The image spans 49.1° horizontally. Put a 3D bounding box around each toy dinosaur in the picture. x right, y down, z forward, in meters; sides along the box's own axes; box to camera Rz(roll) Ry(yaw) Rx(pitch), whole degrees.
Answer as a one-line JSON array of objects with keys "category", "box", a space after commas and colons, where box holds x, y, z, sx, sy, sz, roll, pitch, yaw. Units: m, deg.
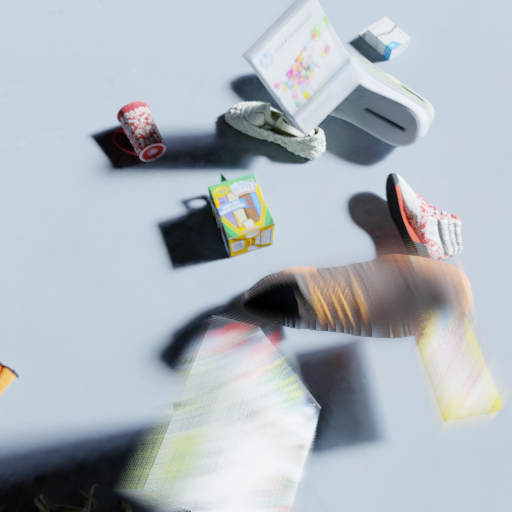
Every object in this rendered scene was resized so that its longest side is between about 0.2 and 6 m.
[{"category": "toy dinosaur", "box": [-2.316, 4.136, 8.225, 2.136, 0.622, 1.080, 39, 87, 23]}]

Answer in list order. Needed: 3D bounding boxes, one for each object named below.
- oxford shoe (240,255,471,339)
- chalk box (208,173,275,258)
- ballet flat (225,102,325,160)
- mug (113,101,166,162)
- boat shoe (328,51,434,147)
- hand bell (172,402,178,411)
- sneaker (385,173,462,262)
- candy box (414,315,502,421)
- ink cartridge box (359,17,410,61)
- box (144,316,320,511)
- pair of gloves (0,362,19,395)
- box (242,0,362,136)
[{"category": "oxford shoe", "box": [1.316, 0.701, 8.247, 3.482, 1.269, 1.242, -8, 90, 40]}, {"category": "chalk box", "box": [-0.318, -0.854, 10.154, 0.884, 0.890, 1.426, -18, 68, -8]}, {"category": "ballet flat", "box": [0.406, -2.639, 11.048, 2.180, 0.782, 0.782, 25, 68, 11]}, {"category": "mug", "box": [-2.282, -2.364, 11.063, 0.686, 0.913, 1.028, -11, 66, -45]}, {"category": "boat shoe", "box": [1.970, -3.335, 11.235, 3.426, 1.233, 1.063, 38, 41, 11]}, {"category": "hand bell", "box": [-0.816, 2.198, 7.074, 0.511, 0.982, 0.511, -17, 28, 10]}, {"category": "sneaker", "box": [3.090, -0.746, 10.268, 0.991, 0.618, 1.850, -13, 70, -7]}, {"category": "candy box", "box": [2.880, 1.463, 8.267, 0.913, 0.236, 1.786, -6, 63, -15]}, {"category": "ink cartridge box", "box": [2.782, -4.788, 12.200, 0.572, 0.335, 0.987, -36, 71, -15]}, {"category": "box", "box": [-0.038, 2.347, 7.160, 0.610, 3.514, 1.934, 11, 65, 24]}, {"category": "pair of gloves", "box": [-5.468, 2.321, 9.065, 2.741, 0.339, 2.442, 30, 71, 15]}, {"category": "box", "box": [0.855, -3.293, 9.812, 1.490, 1.911, 0.393, -45, 42, 1]}]
